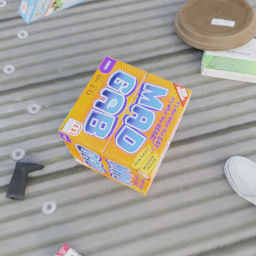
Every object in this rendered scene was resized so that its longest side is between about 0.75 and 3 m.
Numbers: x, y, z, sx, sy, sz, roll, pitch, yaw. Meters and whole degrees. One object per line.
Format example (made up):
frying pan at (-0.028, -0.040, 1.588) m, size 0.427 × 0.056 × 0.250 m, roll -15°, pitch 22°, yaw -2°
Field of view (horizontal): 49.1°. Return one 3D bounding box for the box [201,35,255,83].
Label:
box at (3.332, -2.665, 9.039) m, size 1.740 × 0.438 × 2.411 m, roll 10°, pitch 66°, yaw 4°

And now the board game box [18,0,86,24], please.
board game box at (-1.501, -3.780, 7.176) m, size 0.451 × 1.866 × 2.467 m, roll 51°, pitch 53°, yaw -4°

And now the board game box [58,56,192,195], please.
board game box at (-0.024, 0.040, 6.927) m, size 2.167 × 2.166 × 2.168 m, roll 24°, pitch 69°, yaw 10°

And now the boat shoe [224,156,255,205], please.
boat shoe at (3.566, 1.679, 6.783) m, size 1.009 × 1.164 × 2.731 m, roll -34°, pitch 71°, yaw -13°

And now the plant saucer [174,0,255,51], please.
plant saucer at (2.876, -3.588, 9.154) m, size 2.731 × 0.402 × 2.731 m, roll -3°, pitch 58°, yaw 5°

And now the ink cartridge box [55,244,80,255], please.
ink cartridge box at (-1.362, 3.226, 6.579) m, size 0.809 × 0.346 × 0.597 m, roll 32°, pitch 70°, yaw 14°

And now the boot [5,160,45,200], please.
boot at (-2.685, 1.389, 7.350) m, size 0.835 × 0.333 × 1.014 m, roll 2°, pitch 62°, yaw 13°
